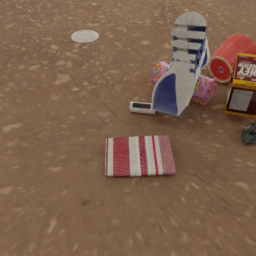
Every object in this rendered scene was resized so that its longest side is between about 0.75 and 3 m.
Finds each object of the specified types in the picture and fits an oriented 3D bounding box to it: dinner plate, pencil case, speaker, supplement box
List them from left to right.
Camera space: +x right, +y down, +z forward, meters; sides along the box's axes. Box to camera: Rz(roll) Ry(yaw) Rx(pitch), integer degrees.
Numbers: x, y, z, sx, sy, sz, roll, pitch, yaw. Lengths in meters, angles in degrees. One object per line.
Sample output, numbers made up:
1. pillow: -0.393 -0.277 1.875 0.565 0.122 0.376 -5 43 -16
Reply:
1. dinner plate: -1.889 -4.068 12.282 1.205 0.146 1.205 1 45 -1
2. speaker: 0.457 -0.610 8.507 0.787 0.320 0.320 6 44 6
3. pencil case: 1.768 -1.495 9.025 2.078 0.908 0.908 28 50 29
4. supplement box: 3.337 -1.197 7.917 0.829 1.249 1.232 11 56 14

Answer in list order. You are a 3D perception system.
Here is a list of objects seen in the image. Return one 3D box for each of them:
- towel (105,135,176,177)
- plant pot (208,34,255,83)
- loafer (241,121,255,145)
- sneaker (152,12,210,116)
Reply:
1. towel: 0.288 0.722 7.209 1.726 0.196 1.244 -2 46 0
2. plant pot: 3.543 -2.288 9.601 1.268 1.433 1.433 -37 54 -21
3. loafer: 3.681 -0.061 7.812 1.460 0.459 0.525 -30 54 -28
4. sneaker: 1.743 -1.677 8.093 1.131 2.800 1.617 21 12 26
